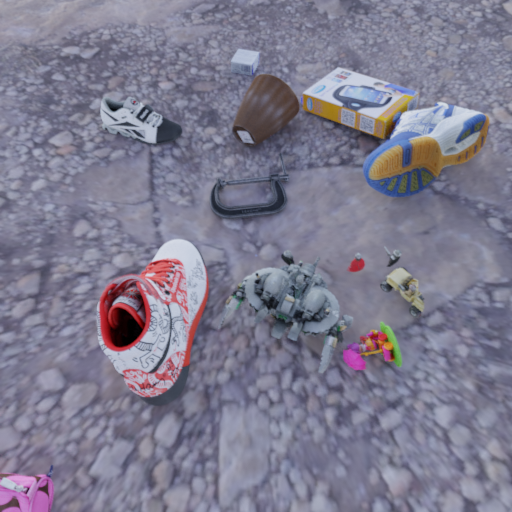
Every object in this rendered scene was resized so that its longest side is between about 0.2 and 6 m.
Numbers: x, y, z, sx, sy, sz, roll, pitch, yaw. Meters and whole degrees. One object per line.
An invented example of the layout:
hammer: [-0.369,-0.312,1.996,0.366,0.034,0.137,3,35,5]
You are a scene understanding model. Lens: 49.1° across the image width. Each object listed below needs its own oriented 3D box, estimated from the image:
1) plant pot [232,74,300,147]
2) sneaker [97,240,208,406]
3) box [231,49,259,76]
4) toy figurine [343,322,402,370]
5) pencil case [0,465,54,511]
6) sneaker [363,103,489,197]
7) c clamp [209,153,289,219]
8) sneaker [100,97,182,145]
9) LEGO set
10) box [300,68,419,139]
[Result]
plant pot: [0.093,-3.046,12.218,1.230,1.230,1.316,27,68,20]
sneaker: [-1.546,0.560,8.725,1.042,1.673,3.121,-7,50,14]
box: [-0.272,-4.899,14.170,0.572,0.326,0.622,14,53,12]
toy figurine: [1.756,1.469,8.873,0.815,0.665,0.886,-15,30,-1]
pencil case: [-3.640,3.141,7.210,1.955,0.916,0.887,0,50,1]
sneaker: [3.248,-2.260,11.607,3.315,1.248,1.461,-24,45,-28]
c clamp: [-0.117,-1.354,11.369,1.799,0.244,1.537,-11,57,-11]
sneaker: [-2.570,-3.026,12.322,1.920,0.850,0.711,12,50,8]
LEGO set: [1.084,0.542,9.248,3.473,0.984,2.255,-27,59,-17]
box: [2.252,-3.593,12.845,2.494,0.517,1.485,30,55,27]
